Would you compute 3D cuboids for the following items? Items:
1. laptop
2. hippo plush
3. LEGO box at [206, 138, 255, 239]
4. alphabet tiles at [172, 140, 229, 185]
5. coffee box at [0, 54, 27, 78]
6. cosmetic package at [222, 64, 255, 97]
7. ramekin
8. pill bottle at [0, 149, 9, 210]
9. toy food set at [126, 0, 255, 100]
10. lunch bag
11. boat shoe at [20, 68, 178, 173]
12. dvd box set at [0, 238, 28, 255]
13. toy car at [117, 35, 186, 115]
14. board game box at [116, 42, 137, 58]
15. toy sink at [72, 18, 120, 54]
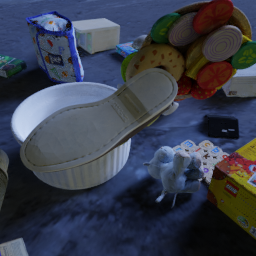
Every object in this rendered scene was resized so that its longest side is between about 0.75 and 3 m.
[{"bbox_3d":[2.865,-0.070,8.591,0.899,0.524,1.014,4,64,6],"label":"laptop"},{"bbox_3d":[1.040,1.048,6.629,1.090,1.368,1.100,30,-2,-34],"label":"hippo plush"},{"bbox_3d":[3.427,1.495,5.728,2.091,1.083,2.808,-25,44,-29],"label":"LEGO box"},{"bbox_3d":[1.882,0.881,7.316,1.520,0.113,1.554,-27,45,-27],"label":"alphabet tiles"},{"bbox_3d":[-5.212,-2.591,11.549,1.741,0.383,1.070,19,42,22],"label":"coffee box"},{"bbox_3d":[4.065,-2.156,10.597,1.231,0.896,2.421,-2,37,-2],"label":"cosmetic package"},{"bbox_3d":[-1.288,0.154,7.169,2.950,1.438,2.950,0,37,0],"label":"ramekin"},{"bbox_3d":[-3.202,1.360,5.843,1.172,1.172,2.059,-4,38,-6],"label":"pill bottle"},{"bbox_3d":[1.285,-1.349,5.424,2.364,2.340,0.575,15,45,-30],"label":"toy food set"},{"bbox_3d":[-2.663,-3.001,10.645,1.556,2.136,2.513,-29,47,-25],"label":"lunch bag"},{"bbox_3d":[-0.410,-0.050,4.730,2.753,0.819,0.989,-32,76,-14],"label":"boat shoe"},{"bbox_3d":[-2.608,2.815,4.149,2.469,0.363,1.807,-8,36,-34],"label":"dvd box set"},{"bbox_3d":[1.030,-1.699,9.376,2.552,2.234,1.914,22,9,27],"label":"toy car"},{"bbox_3d":[0.268,-3.500,12.763,1.103,0.326,1.451,-20,42,-23],"label":"board game box"},{"bbox_3d":[-1.622,-4.288,13.113,2.082,1.166,1.357,-20,42,-31],"label":"toy sink"}]
